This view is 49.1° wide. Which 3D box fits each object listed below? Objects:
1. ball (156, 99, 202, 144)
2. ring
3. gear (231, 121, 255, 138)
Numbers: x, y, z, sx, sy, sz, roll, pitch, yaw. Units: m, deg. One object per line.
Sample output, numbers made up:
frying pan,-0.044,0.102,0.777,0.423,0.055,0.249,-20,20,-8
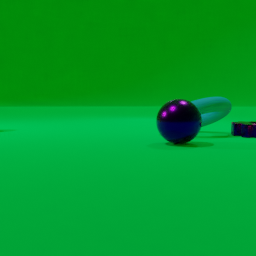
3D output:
ball,0.910,-0.116,5.021,0.809,0.809,0.809,0,5,0
ring,1.629,-0.290,6.690,1.661,0.332,1.661,-13,-15,-4
gear,3.212,0.031,6.428,1.567,0.290,1.567,0,5,0
